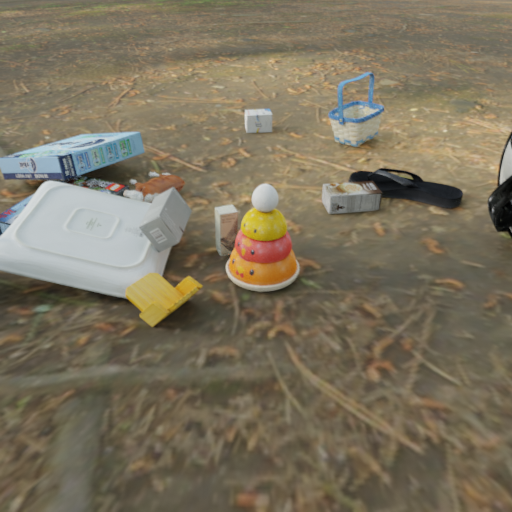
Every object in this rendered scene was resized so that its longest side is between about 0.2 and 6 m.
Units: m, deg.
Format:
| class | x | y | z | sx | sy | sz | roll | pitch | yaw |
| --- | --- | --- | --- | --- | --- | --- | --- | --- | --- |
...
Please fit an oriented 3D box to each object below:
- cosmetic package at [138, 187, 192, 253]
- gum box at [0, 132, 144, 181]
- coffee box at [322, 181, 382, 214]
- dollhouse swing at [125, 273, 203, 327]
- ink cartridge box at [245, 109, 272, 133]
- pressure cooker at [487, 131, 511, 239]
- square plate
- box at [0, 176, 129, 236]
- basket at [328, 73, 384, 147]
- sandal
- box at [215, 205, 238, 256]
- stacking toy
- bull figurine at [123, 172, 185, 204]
| class | x | y | z | sx | sy | sz | roll | pitch | yaw |
| --- | --- | --- | --- | --- | --- | --- | --- | --- | --- |
| cosmetic package | -1.638 | -0.676 | 10.232 | 0.543 | 0.643 | 1.204 | -25 | 28 | 23 |
| gum box | -4.271 | -2.356 | 13.108 | 2.134 | 0.560 | 2.512 | 6 | 26 | 33 |
| coffee box | 2.049 | -1.263 | 12.063 | 1.130 | 0.451 | 0.646 | -5 | 32 | -8 |
| dollhouse swing | -1.497 | 0.537 | 8.864 | 0.765 | 0.791 | 0.871 | 51 | 46 | 2 |
| ink cartridge box | 0.061 | -3.894 | 16.170 | 0.741 | 0.536 | 0.546 | -3 | 32 | -5 |
| pressure cooker | 5.888 | -1.276 | 9.713 | 3.409 | 2.998 | 3.045 | -3 | 29 | -12 |
| square plate | -2.965 | -0.455 | 10.196 | 2.886 | 0.414 | 2.913 | 13 | 34 | -4 |
| box | -3.931 | -0.940 | 11.554 | 1.615 | 0.446 | 2.365 | 12 | 34 | 18 |
| basket | 2.677 | -3.928 | 15.089 | 1.211 | 1.741 | 1.535 | 27 | 41 | 36 |
| sandal | 3.354 | -1.658 | 12.607 | 2.515 | 0.538 | 0.956 | 12 | 34 | 18 |
| box | -0.546 | -0.465 | 10.368 | 0.371 | 0.902 | 0.308 | -12 | 35 | -17 |
| stacking toy | 0.106 | -0.405 | 9.466 | 1.289 | 1.765 | 1.289 | 0 | 32 | 0 |
| bull figurine | -2.325 | -1.459 | 12.305 | 1.544 | 0.503 | 0.937 | -22 | 35 | -39 |
